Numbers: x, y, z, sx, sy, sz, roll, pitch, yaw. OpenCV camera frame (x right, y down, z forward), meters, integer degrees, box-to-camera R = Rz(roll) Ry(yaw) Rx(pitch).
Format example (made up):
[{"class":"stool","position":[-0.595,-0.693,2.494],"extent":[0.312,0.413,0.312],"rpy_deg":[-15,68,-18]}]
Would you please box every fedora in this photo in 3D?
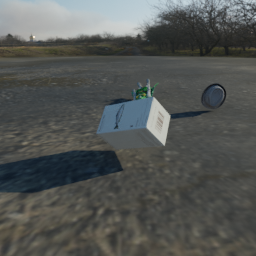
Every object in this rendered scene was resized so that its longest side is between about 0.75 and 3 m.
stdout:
[{"class":"fedora","position":[3.272,-1.156,10.558],"extent":[0.909,1.028,0.464],"rpy_deg":[25,16,-3]}]

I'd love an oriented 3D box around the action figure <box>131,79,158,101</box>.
[{"class":"action figure","position":[0.646,-1.534,12.178],"extent":[1.372,0.635,2.323],"rpy_deg":[-21,22,15]}]

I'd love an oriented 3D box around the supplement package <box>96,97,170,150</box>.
[{"class":"supplement package","position":[0.125,-0.068,6.503],"extent":[1.412,0.825,0.828],"rpy_deg":[-8,-35,36]}]
